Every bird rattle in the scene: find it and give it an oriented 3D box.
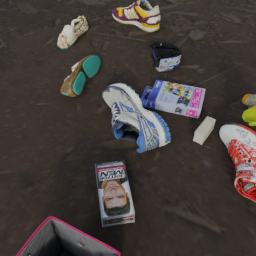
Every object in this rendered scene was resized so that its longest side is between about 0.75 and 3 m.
[{"bbox_3d":[4.390,-0.420,7.964,2.462,1.387,2.007,21,11,-18],"label":"bird rattle"}]

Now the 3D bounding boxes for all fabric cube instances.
[{"bbox_3d":[-1.076,2.717,4.762,1.496,1.492,1.468,20,48,20],"label":"fabric cube"}]

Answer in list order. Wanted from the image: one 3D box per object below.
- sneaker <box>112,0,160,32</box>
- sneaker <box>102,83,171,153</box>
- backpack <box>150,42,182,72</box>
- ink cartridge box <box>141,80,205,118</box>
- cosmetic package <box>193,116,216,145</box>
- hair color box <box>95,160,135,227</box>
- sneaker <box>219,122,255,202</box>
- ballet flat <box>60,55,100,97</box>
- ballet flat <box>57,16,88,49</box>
[{"bbox_3d":[0.395,-5.717,13.650,2.828,1.274,1.060,28,51,26],"label":"sneaker"},{"bbox_3d":[-0.069,-0.341,8.265,1.211,1.095,2.842,-30,51,-22],"label":"sneaker"},{"bbox_3d":[1.499,-2.738,10.864,1.094,0.885,1.148,-11,51,-1],"label":"backpack"},{"bbox_3d":[1.479,-1.042,9.450,2.070,0.434,1.235,11,45,14],"label":"ink cartridge box"},{"bbox_3d":[2.263,0.065,8.281,0.296,0.419,0.810,27,49,26],"label":"cosmetic package"},{"bbox_3d":[-0.339,1.524,6.729,0.757,0.463,1.528,-7,45,-7],"label":"hair color box"},{"bbox_3d":[3.009,0.853,7.154,1.336,0.832,2.492,-24,52,-26],"label":"sneaker"},{"bbox_3d":[-1.797,-1.934,10.241,0.844,0.791,2.333,-2,45,26],"label":"ballet flat"},{"bbox_3d":[-2.549,-4.434,12.718,0.872,0.737,2.306,14,46,13],"label":"ballet flat"}]
